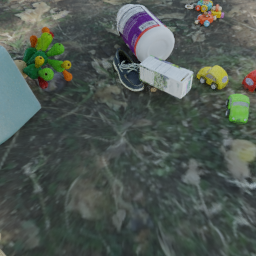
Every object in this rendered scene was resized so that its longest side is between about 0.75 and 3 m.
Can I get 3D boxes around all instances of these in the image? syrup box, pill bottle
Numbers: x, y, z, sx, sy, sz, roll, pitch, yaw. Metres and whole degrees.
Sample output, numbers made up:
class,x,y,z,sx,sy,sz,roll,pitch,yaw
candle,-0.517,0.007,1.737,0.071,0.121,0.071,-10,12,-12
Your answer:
class,x,y,z,sx,sy,sz,roll,pitch,yaw
syrup box,1.182,-1.639,8.865,1.626,0.640,0.662,29,57,25
pill bottle,0.524,-3.596,10.496,1.469,1.469,2.613,-18,50,-15

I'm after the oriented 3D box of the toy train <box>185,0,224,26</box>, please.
class,x,y,z,sx,sy,sz,roll,pitch,yaw
toy train,3.497,-5.399,12.713,1.510,0.559,2.011,-12,50,-11

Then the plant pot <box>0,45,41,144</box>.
class,x,y,z,sx,sy,sz,roll,pitch,yaw
plant pot,-4.403,-0.689,7.361,2.531,2.538,2.585,21,64,18

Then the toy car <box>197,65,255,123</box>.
class,x,y,z,sx,sy,sz,roll,pitch,yaw
toy car,3.508,-1.182,8.923,2.575,0.574,2.423,7,49,8

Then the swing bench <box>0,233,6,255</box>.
class,x,y,z,sx,sy,sz,roll,pitch,yaw
swing bench,-1.762,3.055,2.969,1.734,2.659,2.673,33,55,27

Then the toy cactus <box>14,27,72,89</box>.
class,x,y,z,sx,sy,sz,roll,pitch,yaw
toy cactus,-3.189,-2.167,9.573,2.361,1.463,2.861,-27,54,1

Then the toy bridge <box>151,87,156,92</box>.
class,x,y,z,sx,sy,sz,roll,pitch,yaw
toy bridge,0.870,-1.602,9.618,0.315,0.128,0.938,-3,48,-6

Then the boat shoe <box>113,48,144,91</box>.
class,x,y,z,sx,sy,sz,roll,pitch,yaw
boat shoe,0.026,-2.046,9.688,0.720,0.595,1.924,-10,50,-17
